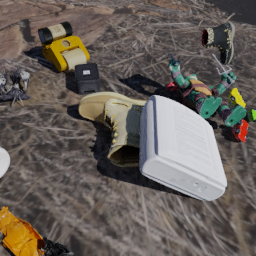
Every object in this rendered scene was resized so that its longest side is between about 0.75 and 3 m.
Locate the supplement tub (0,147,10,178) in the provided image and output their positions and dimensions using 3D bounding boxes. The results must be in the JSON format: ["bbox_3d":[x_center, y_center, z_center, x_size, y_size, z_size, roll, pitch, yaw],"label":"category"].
[{"bbox_3d":[-3.795,0.698,7.070,1.361,0.987,0.987,26,47,27],"label":"supplement tub"}]

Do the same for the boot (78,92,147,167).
[{"bbox_3d":[-0.374,0.015,7.901,2.731,0.994,2.122,12,42,8],"label":"boot"}]

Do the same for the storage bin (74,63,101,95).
[{"bbox_3d":[-1.490,-1.818,10.287,0.854,0.592,1.263,-6,40,-8],"label":"storage bin"}]

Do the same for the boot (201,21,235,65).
[{"bbox_3d":[2.487,-2.300,7.848,0.916,1.213,0.438,-17,34,-18],"label":"boot"}]

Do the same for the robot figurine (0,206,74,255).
[{"bbox_3d":[-2.067,2.590,5.101,2.457,0.715,1.781,30,49,31],"label":"robot figurine"}]

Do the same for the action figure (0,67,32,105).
[{"bbox_3d":[-3.989,-1.532,9.719,1.092,0.937,1.837,-10,39,-27],"label":"action figure"}]

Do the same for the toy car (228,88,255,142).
[{"bbox_3d":[3.612,-0.366,8.532,1.518,0.360,1.613,0,80,-33],"label":"toy car"}]

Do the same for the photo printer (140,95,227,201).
[{"bbox_3d":[1.277,0.333,6.991,2.095,0.874,2.518,25,39,-19],"label":"photo printer"}]

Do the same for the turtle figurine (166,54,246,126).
[{"bbox_3d":[2.366,-1.293,8.946,2.239,1.506,2.990,-1,38,-13],"label":"turtle figurine"}]

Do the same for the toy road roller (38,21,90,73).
[{"bbox_3d":[-2.736,-3.157,11.543,1.322,1.570,2.151,-30,86,-30],"label":"toy road roller"}]
